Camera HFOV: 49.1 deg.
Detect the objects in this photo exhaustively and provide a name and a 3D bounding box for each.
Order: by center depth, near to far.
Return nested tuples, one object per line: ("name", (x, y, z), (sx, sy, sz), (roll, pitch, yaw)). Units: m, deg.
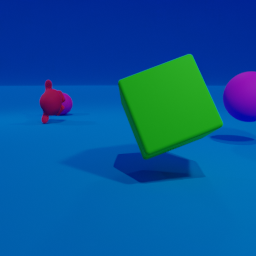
("cube", (0.544, -0.234, 4.064), (1.054, 1.054, 1.054), (-21, -10, -2))
("ball", (2.580, -0.656, 5.953), (1.062, 1.062, 1.062), (0, 9, 0))
("monkey head", (-2.632, -0.856, 9.283), (1.009, 1.402, 0.845), (8, 3, 27))
("ball", (-2.680, -0.968, 11.262), (0.887, 0.887, 0.887), (0, 9, 0))
